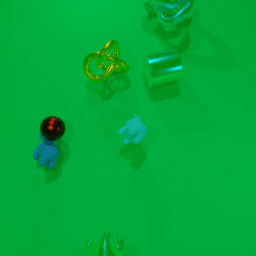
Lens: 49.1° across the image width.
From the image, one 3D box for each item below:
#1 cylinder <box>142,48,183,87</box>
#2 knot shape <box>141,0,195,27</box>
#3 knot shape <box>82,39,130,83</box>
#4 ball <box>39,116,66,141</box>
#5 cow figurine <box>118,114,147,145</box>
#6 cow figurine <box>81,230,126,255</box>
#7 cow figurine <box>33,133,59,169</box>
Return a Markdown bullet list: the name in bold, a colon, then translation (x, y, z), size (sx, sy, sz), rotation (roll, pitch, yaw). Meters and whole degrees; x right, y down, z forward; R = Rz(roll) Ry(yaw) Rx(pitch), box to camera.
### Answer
- **cylinder**: translation (1.125, -1.989, 9.264), size (1.089, 1.089, 1.089), rotation (-14, 67, -6)
- **knot shape**: translation (1.606, -4.356, 10.110), size (2.088, 0.965, 1.954), rotation (-8, 42, -15)
- **knot shape**: translation (-0.594, -2.110, 9.219), size (1.458, 1.558, 0.720), rotation (13, 49, -40)
- **ball**: translation (-2.160, 0.010, 8.041), size (0.729, 0.729, 0.729), rotation (0, 66, 0)
- **cow figurine**: translation (0.245, 0.026, 8.358), size (1.137, 1.156, 0.634), rotation (-37, 109, -31)
- **cow figurine**: translation (-0.803, 3.494, 6.667), size (0.947, 1.726, 1.698), rotation (33, 41, -19)
- **cow figurine**: translation (-2.330, 0.503, 8.282), size (1.176, 0.645, 1.157), rotation (24, 87, 51)
